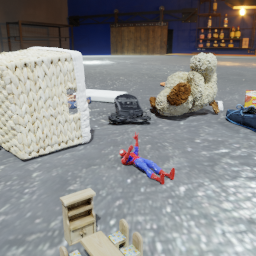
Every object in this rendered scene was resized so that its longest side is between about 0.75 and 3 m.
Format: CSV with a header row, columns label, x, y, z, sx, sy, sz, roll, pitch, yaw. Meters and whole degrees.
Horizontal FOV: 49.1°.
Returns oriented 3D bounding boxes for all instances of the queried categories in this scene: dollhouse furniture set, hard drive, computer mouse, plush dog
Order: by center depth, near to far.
label,x,y,z,sx,sy,sz,roll,pitch,yaw
dollhouse furniture set,-0.486,1.482,3.942,0.999,0.757,1.140,-12,22,-33
computer mouse,-0.045,-0.636,10.854,1.572,0.598,2.270,0,30,-6
plush dog,2.182,-1.239,11.020,2.523,2.357,2.938,-24,-3,-22
hard drive,-1.385,-1.640,14.168,2.341,0.312,1.544,7,19,22

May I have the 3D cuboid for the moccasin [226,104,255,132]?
label,x,y,z,sx,sy,sz,roll,pitch,yaw
moccasin,4.317,-0.428,9.799,0.859,0.728,2.136,-8,20,-23

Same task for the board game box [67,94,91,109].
label,x,y,z,sx,sy,sz,roll,pitch,yaw
board game box,-2.871,-1.293,13.066,1.917,0.332,1.299,10,21,28

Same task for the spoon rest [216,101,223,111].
label,x,y,z,sx,sy,sz,roll,pitch,yaw
spoon rest,3.978,-1.079,12.403,0.582,0.355,1.171,1,19,3

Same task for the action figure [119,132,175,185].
label,x,y,z,sx,sy,sz,roll,pitch,yaw
action figure,0.335,0.629,6.567,0.538,0.816,1.649,-14,20,-38

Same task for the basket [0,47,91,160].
label,x,y,z,sx,sy,sz,roll,pitch,yaw
basket,-2.741,-0.805,7.980,2.708,2.683,2.177,18,29,41

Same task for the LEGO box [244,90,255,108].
label,x,y,z,sx,sy,sz,roll,pitch,yaw
LEGO box,5.836,-0.987,11.400,2.040,0.787,1.519,7,19,21

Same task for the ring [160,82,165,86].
label,x,y,z,sx,sy,sz,roll,pitch,yaw
ring,2.755,-2.771,17.917,1.400,0.134,1.400,0,19,0
